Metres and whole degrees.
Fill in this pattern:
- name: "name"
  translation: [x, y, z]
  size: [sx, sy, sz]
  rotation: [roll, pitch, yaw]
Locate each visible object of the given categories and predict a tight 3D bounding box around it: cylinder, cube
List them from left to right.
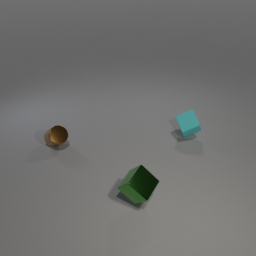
- name: "cylinder"
  translation: [-2.644, 0.303, 10.290]
  size: [0.700, 0.700, 0.700]
  rotation: [-22, 2, -34]
- name: "cube"
  translation: [0.278, 1.541, 7.613]
  size: [0.700, 0.700, 0.700]
  rotation: [43, 56, -7]
- name: "cube"
  translation: [2.291, -0.170, 10.617]
  size: [0.700, 0.700, 0.700]
  rotation: [-24, 67, 10]
